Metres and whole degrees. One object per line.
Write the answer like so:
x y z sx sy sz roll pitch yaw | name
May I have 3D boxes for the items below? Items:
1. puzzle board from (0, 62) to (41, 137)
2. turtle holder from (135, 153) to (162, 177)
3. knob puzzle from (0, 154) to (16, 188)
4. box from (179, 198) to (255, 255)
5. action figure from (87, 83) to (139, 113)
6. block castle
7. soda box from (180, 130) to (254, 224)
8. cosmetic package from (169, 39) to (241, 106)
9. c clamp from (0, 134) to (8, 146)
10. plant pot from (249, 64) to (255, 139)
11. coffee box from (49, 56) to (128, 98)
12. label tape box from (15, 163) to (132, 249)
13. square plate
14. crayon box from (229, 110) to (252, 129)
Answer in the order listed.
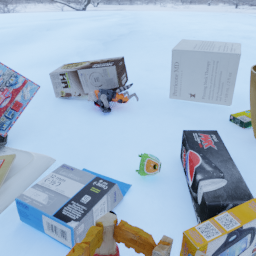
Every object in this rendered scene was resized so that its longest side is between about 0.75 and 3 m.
-3.884 -0.938 8.571 1.537 0.177 2.040 32 62 -12 | puzzle board
0.557 0.991 7.195 0.576 0.812 0.617 7 60 15 | turtle holder
-3.546 1.164 6.342 1.846 0.256 1.846 -5 25 2 | knob puzzle
1.767 1.913 4.735 1.987 1.183 0.412 -13 31 -22 | box
-0.723 -1.316 11.055 1.823 0.986 1.885 -6 26 -19 | action figure
0.328 2.525 3.466 2.932 1.376 1.959 17 28 24 | block castle
1.920 1.096 6.556 1.019 0.912 2.880 0 28 1 | soda box
3.235 -2.403 11.787 2.564 2.146 2.133 9 30 18 | cosmetic package
-4.601 0.112 8.173 2.116 0.335 2.477 16 3 -30 | c clamp
4.572 -0.622 8.377 2.075 2.227 2.075 -1 28 0 | plant pot
-1.596 -2.167 11.955 2.893 1.155 1.635 -3 26 15 | coffee box
-1.075 1.423 6.173 1.539 0.710 2.149 15 33 27 | label tape box
-3.682 1.131 7.074 2.691 0.383 2.665 10 30 18 | square plate
4.251 -0.339 9.917 1.101 0.280 0.699 -13 31 -22 | crayon box
